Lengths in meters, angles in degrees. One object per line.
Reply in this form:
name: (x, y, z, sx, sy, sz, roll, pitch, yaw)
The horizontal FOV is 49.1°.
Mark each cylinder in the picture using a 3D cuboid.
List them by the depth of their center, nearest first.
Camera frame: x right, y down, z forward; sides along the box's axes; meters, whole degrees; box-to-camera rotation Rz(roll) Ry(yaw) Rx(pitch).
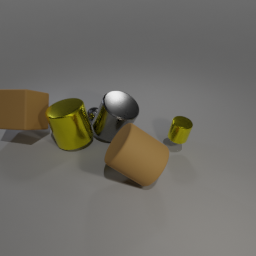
cylinder: (0.252, 0.788, 8.294, 1.400, 1.400, 1.400, 33, 28, -16)
cylinder: (1.772, 0.063, 9.537, 0.700, 0.700, 0.700, 7, 39, -6)
cylinder: (-2.096, -0.158, 10.150, 1.400, 1.400, 1.400, -9, 32, 6)
cylinder: (-0.476, -0.417, 10.393, 1.400, 1.400, 1.400, 14, 48, -16)

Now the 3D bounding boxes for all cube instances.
cube: (-3.900, -0.654, 10.305, 1.400, 1.400, 1.400, 2, 2, 17)

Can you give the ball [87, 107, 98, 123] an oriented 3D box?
ball: (-1.380, -0.516, 11.603, 0.700, 0.700, 0.700, 0, 32, 0)
